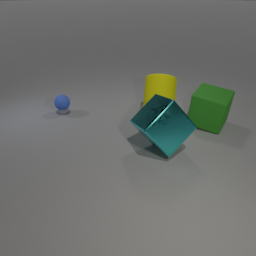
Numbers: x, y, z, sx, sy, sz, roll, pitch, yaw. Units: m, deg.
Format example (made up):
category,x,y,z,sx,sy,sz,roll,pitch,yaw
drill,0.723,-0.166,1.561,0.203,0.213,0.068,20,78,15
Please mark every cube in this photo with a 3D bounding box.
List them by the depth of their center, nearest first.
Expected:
category,x,y,z,sx,sy,sz,roll,pitch,yaw
cube,1.186,-0.130,9.679,1.400,1.400,1.400,-47,24,-2
cube,3.400,-0.834,11.564,1.400,1.400,1.400,20,38,23

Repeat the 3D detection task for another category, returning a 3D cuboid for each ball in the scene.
category,x,y,z,sx,sy,sz,roll,pitch,yaw
ball,-2.962,-1.148,12.615,0.700,0.700,0.700,0,28,0

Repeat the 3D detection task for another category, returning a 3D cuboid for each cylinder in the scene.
category,x,y,z,sx,sy,sz,roll,pitch,yaw
cylinder,1.429,-1.557,12.541,1.400,1.400,1.400,6,-6,1
